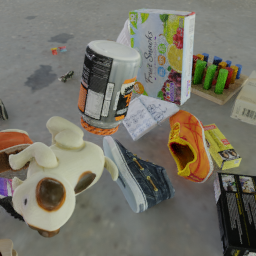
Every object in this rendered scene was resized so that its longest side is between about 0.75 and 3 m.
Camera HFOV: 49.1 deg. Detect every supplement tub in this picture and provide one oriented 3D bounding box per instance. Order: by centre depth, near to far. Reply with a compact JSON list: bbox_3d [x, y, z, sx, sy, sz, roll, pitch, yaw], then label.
[{"bbox_3d":[-0.582,-1.046,7.588,1.418,2.315,1.418,11,32,-7],"label":"supplement tub"}]

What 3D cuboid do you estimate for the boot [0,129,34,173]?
[{"bbox_3d":[-4.255,0.765,8.583,2.694,1.011,1.444,-10,38,-24],"label":"boot"}]

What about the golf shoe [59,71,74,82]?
[{"bbox_3d":[-2.767,-2.368,12.627,0.364,0.319,0.827,17,43,29],"label":"golf shoe"}]

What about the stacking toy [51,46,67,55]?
[{"bbox_3d":[-3.655,-4.044,14.676,0.815,0.344,0.738,-16,17,-22],"label":"stacking toy"}]

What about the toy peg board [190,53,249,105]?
[{"bbox_3d":[3.637,-2.492,12.057,2.518,1.231,2.507,30,50,30],"label":"toy peg board"}]

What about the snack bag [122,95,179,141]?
[{"bbox_3d":[0.678,-0.628,10.071,1.947,0.208,1.835,-34,44,3],"label":"snack bag"}]

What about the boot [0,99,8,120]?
[{"bbox_3d":[-5.081,-0.555,10.405,1.028,0.491,1.361,-22,40,-20],"label":"boot"}]

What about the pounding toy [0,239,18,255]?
[{"bbox_3d":[-3.399,2.834,6.024,1.880,1.079,1.075,2,37,3],"label":"pounding toy"}]

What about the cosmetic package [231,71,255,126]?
[{"bbox_3d":[5.012,-1.182,10.811,1.268,0.895,2.449,22,46,23],"label":"cosmetic package"}]

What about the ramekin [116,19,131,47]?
[{"bbox_3d":[0.728,-3.409,12.203,2.723,1.429,2.723,19,54,-28],"label":"ramekin"}]

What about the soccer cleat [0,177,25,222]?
[{"bbox_3d":[-3.104,1.790,7.518,2.289,0.781,0.838,15,38,20],"label":"soccer cleat"}]

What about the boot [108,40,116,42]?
[{"bbox_3d":[-0.572,-3.807,13.853,2.584,0.885,2.432,18,44,21],"label":"boot"}]

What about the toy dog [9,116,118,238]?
[{"bbox_3d":[-1.748,1.385,7.059,2.598,1.870,2.680,26,31,0],"label":"toy dog"}]

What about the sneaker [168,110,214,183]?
[{"bbox_3d":[1.758,0.318,8.710,1.145,1.083,2.968,25,31,-25],"label":"sneaker"}]

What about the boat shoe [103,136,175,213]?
[{"bbox_3d":[0.222,1.173,8.160,1.213,0.946,2.672,-13,47,-22],"label":"boat shoe"}]

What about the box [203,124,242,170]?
[{"bbox_3d":[2.934,0.579,9.126,0.634,0.422,1.683,-10,42,-11],"label":"box"}]

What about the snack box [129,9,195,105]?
[{"bbox_3d":[0.919,-2.009,7.908,1.721,2.419,0.641,20,39,34],"label":"snack box"}]

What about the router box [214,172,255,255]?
[{"bbox_3d":[3.166,2.196,7.152,1.641,0.562,2.200,5,41,6],"label":"router box"}]
